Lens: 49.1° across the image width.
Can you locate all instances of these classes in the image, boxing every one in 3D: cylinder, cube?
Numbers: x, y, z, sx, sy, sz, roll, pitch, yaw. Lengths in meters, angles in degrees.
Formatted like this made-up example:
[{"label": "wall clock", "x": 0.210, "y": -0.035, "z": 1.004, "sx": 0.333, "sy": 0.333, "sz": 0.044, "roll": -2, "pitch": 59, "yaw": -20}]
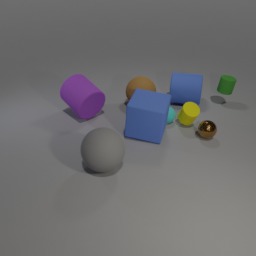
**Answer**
[{"label": "cylinder", "x": 2.426, "y": -0.575, "z": 11.225, "sx": 0.700, "sy": 0.700, "sz": 0.700, "roll": 5, "pitch": 61, "yaw": -9}, {"label": "cube", "x": 0.757, "y": -0.475, "z": 10.618, "sx": 1.400, "sy": 1.400, "sz": 1.400, "roll": 12, "pitch": 37, "yaw": 11}, {"label": "cylinder", "x": 2.709, "y": -1.837, "z": 13.121, "sx": 1.400, "sy": 1.400, "sz": 1.400, "roll": 7, "pitch": 32, "yaw": 11}, {"label": "cylinder", "x": 4.517, "y": -1.975, "z": 12.838, "sx": 0.700, "sy": 0.700, "sz": 0.700, "roll": 7, "pitch": 32, "yaw": -4}, {"label": "cylinder", "x": -1.912, "y": -1.329, "z": 11.829, "sx": 1.400, "sy": 1.400, "sz": 1.400, "roll": -26, "pitch": 56, "yaw": -36}]

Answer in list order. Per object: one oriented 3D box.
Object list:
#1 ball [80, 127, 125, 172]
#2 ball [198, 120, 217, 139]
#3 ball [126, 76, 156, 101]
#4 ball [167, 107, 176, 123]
[{"label": "ball", "x": -0.781, "y": 0.675, "z": 8.773, "sx": 1.400, "sy": 1.400, "sz": 1.400, "roll": 0, "pitch": 31, "yaw": 0}, {"label": "ball", "x": 3.004, "y": 0.052, "z": 10.599, "sx": 0.700, "sy": 0.700, "sz": 0.700, "roll": 0, "pitch": 31, "yaw": 0}, {"label": "ball", "x": 0.594, "y": -1.656, "z": 12.800, "sx": 1.400, "sy": 1.400, "sz": 1.400, "roll": 0, "pitch": 31, "yaw": 0}, {"label": "ball", "x": 1.625, "y": -0.554, "z": 11.668, "sx": 0.700, "sy": 0.700, "sz": 0.700, "roll": 0, "pitch": 31, "yaw": 0}]
